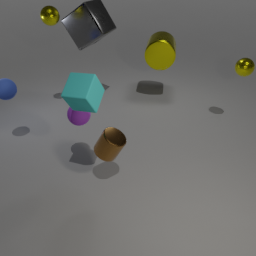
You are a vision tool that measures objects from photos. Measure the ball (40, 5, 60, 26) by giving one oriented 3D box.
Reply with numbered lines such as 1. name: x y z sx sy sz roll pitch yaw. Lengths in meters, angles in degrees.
1. ball: -2.880 -4.143 10.339 0.700 0.700 0.700 0 31 0

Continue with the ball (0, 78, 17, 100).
1. ball: -3.973 -1.255 9.078 0.700 0.700 0.700 0 31 0

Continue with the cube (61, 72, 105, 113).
1. cube: -1.089 -0.864 6.877 0.700 0.700 0.700 8 66 20

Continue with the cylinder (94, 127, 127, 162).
1. cylinder: -0.497 0.453 7.725 0.700 0.700 0.700 22 38 -18

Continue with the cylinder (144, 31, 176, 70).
1. cylinder: 1.527 -3.601 13.030 1.400 1.400 1.400 4 36 7

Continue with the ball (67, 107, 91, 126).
1. ball: -1.473 -0.418 8.414 0.700 0.700 0.700 0 31 0

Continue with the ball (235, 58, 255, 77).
1. ball: 4.387 -2.285 10.528 0.700 0.700 0.700 0 31 0

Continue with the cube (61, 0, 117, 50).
1. cube: -1.602 -4.333 11.722 1.400 1.400 1.400 -22 18 32
